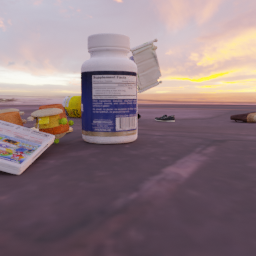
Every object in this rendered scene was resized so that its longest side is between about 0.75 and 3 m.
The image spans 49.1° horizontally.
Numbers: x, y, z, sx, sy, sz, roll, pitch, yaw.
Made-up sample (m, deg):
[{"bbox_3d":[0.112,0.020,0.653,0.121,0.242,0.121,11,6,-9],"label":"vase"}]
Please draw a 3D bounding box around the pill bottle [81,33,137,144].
[{"bbox_3d":[-0.422,-0.866,6.327,1.281,2.306,1.281,0,6,0],"label":"pill bottle"}]

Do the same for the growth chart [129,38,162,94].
[{"bbox_3d":[0.559,-2.096,9.845,1.300,1.797,0.159,-17,32,-5],"label":"growth chart"}]

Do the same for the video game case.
[{"bbox_3d":[-1.876,0.218,4.260,1.128,0.142,1.576,16,13,-2],"label":"video game case"}]

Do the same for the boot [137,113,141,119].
[{"bbox_3d":[-0.437,-0.545,11.376,1.538,0.611,1.766,3,4,29],"label":"boot"}]

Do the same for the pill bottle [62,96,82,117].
[{"bbox_3d":[-2.195,-1.058,13.857,1.994,1.089,1.089,3,7,28],"label":"pill bottle"}]

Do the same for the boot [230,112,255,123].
[{"bbox_3d":[4.904,-0.493,11.515,1.072,0.466,1.289,7,12,38],"label":"boot"}]

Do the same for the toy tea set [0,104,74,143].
[{"bbox_3d":[-2.202,0.053,5.620,2.236,0.827,1.329,-5,12,3],"label":"toy tea set"}]

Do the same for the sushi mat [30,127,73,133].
[{"bbox_3d":[-2.350,0.150,7.063,1.193,0.151,2.495,0,6,8],"label":"sushi mat"}]

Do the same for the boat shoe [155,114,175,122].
[{"bbox_3d":[1.534,-0.416,11.662,0.898,0.304,0.323,3,8,35],"label":"boat shoe"}]
